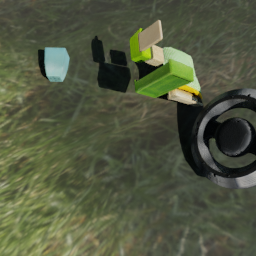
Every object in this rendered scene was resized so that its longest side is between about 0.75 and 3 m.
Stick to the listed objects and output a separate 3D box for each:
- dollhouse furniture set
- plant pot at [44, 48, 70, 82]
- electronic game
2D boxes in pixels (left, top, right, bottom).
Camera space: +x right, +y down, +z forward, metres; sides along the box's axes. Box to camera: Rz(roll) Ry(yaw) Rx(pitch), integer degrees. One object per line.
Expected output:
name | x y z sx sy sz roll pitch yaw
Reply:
dollhouse furniture set | 1.526 -1.751 7.901 2.698 1.354 1.767 9 69 -39
plant pot | -2.380 -2.057 9.287 0.677 0.677 0.958 2 75 1
electronic game | 2.833 0.248 7.388 0.558 2.680 2.680 18 55 -41
